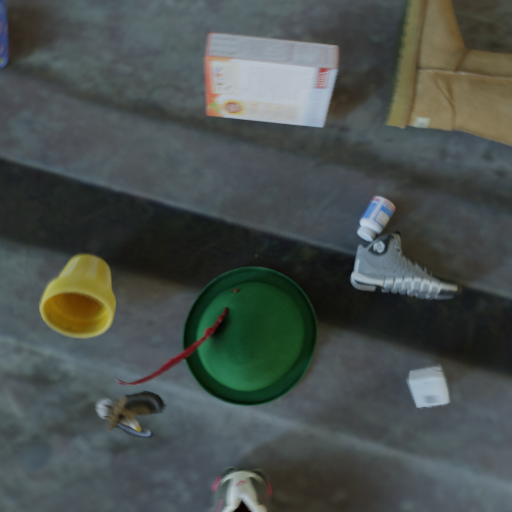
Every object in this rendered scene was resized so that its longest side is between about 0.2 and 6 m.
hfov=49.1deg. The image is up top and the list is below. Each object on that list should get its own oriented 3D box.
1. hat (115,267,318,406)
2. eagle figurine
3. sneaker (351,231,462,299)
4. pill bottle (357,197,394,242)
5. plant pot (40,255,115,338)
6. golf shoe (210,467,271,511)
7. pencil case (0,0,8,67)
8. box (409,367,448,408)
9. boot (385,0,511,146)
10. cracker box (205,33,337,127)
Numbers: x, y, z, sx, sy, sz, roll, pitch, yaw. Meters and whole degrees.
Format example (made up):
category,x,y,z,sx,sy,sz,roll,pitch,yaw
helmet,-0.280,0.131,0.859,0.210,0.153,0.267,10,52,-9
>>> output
category,x,y,z,sx,sy,sz,roll,pitch,yaw
hat,-0.174,1.317,8.819,2.365,2.513,2.855,30,79,5
eagle figurine,-1.955,2.519,8.768,0.701,0.924,0.697,-27,68,21
sneaker,2.723,0.113,10.041,1.950,0.732,1.126,7,76,3
pill bottle,2.194,-0.669,10.352,0.431,0.431,0.768,32,80,7
plant pot,-2.985,0.621,9.653,1.172,1.172,1.102,-3,40,-1
golf shoe,-0.244,5.012,8.612,1.256,1.433,3.253,-6,79,-2
pencil case,-5.274,-4.474,11.110,0.621,0.558,1.431,-2,75,-25
box,2.923,2.227,9.496,0.535,0.352,0.538,-15,104,22
boot,4.632,-3.678,10.640,3.920,1.296,3.433,9,91,3
cracker box,0.240,-3.181,10.256,2.263,1.516,0.653,7,63,-1
